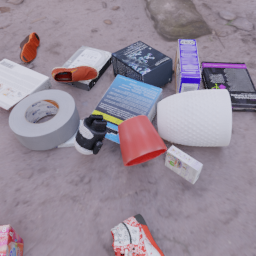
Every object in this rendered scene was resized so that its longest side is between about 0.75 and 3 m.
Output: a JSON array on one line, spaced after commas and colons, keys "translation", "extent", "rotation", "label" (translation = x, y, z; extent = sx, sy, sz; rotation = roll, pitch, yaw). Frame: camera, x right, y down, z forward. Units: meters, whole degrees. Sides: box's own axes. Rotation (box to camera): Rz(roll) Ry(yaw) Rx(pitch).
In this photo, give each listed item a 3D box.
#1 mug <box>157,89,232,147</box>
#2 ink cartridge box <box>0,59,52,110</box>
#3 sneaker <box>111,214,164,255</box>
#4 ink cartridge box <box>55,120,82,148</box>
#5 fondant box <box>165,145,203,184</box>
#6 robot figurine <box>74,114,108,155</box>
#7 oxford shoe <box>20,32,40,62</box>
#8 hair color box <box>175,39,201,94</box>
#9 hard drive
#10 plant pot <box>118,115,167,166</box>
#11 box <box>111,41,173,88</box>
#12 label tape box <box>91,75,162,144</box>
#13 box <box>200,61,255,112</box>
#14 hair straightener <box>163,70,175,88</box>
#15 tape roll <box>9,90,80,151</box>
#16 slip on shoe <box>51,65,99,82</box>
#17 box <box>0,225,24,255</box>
[{"translation": [2.400, -0.464, 10.648], "extent": [2.460, 2.071, 2.805], "rotation": [-1, 19, 10], "label": "mug"}, {"translation": [-5.355, -1.845, 12.534], "extent": [2.856, 0.639, 2.516], "rotation": [24, 53, 20], "label": "ink cartridge box"}, {"translation": [0.299, 3.554, 7.824], "extent": [1.158, 0.721, 2.161], "rotation": [-21, 49, -16], "label": "sneaker"}, {"translation": [-2.405, 0.210, 11.019], "extent": [1.222, 0.265, 1.200], "rotation": [-4, 49, -5], "label": "ink cartridge box"}, {"translation": [1.895, 1.271, 9.674], "extent": [1.233, 0.890, 0.359], "rotation": [32, 56, 25], "label": "fondant box"}, {"translation": [-1.265, 0.228, 9.648], "extent": [0.943, 1.511, 1.136], "rotation": [26, 30, -7], "label": "robot figurine"}, {"translation": [-5.244, -4.092, 14.562], "extent": [0.796, 0.781, 2.194], "rotation": [-13, 45, 20], "label": "oxford shoe"}, {"translation": [2.618, -2.567, 12.565], "extent": [0.910, 1.535, 2.808], "rotation": [4, 49, 4], "label": "hair color box"}, {"translation": [-2.069, -2.988, 13.640], "extent": [1.856, 0.503, 2.657], "rotation": [19, 52, 16], "label": "hard drive"}, {"translation": [0.372, 0.397, 9.436], "extent": [1.524, 1.524, 1.348], "rotation": [-16, 72, -13], "label": "plant pot"}, {"translation": [0.618, -2.754, 12.774], "extent": [1.728, 1.246, 2.328], "rotation": [-32, 51, -23], "label": "box"}, {"translation": [-0.128, -0.577, 11.189], "extent": [2.065, 0.953, 2.883], "rotation": [22, 66, 18], "label": "label tape box"}, {"translation": [4.539, -1.929, 12.665], "extent": [2.102, 0.531, 2.940], "rotation": [2, 48, 0], "label": "box"}, {"translation": [1.768, -2.296, 13.156], "extent": [0.563, 0.299, 1.462], "rotation": [32, 56, 25], "label": "hair straightener"}, {"translation": [-3.213, -0.367, 10.916], "extent": [2.566, 0.848, 2.566], "rotation": [-5, 48, 5], "label": "tape roll"}, {"translation": [-2.286, -2.296, 12.144], "extent": [2.041, 0.756, 0.624], "rotation": [-3, 39, -8], "label": "slip on shoe"}, {"translation": [-4.417, 3.631, 7.297], "extent": [2.911, 1.378, 1.494], "rotation": [-6, 49, -5], "label": "box"}]
